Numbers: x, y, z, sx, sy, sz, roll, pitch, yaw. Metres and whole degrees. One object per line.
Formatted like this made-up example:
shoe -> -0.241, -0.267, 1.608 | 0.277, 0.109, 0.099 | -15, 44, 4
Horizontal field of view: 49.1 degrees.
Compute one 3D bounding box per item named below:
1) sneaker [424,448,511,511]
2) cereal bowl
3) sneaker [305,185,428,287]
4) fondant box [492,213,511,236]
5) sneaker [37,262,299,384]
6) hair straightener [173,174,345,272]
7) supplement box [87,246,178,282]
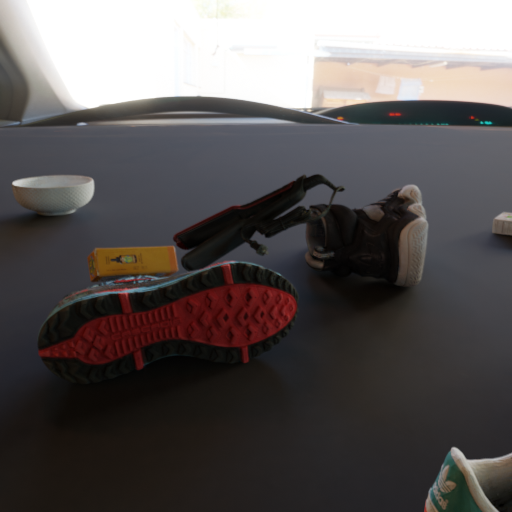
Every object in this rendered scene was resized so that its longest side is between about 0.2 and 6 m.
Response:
sneaker -> 2.101, 1.469, 3.037 | 2.489, 1.164, 0.876 | -1, 16, -3
cereal bowl -> -4.831, -1.425, 13.436 | 1.850, 0.771, 1.850 | 0, 16, 0
sneaker -> 1.809, -0.506, 9.472 | 1.872, 1.242, 3.290 | 5, 20, 10
fondant box -> 5.542, -0.617, 11.519 | 1.105, 0.322, 0.797 | 13, 21, 34
sneaker -> -0.941, 0.526, 6.327 | 2.833, 1.123, 1.353 | -5, 16, -17
hair straightener -> 0.116, -0.406, 8.757 | 2.850, 0.583, 1.097 | -23, 55, 4
supplement box -> -1.529, 0.099, 6.976 | 1.056, 0.351, 0.363 | -2, -15, -36
